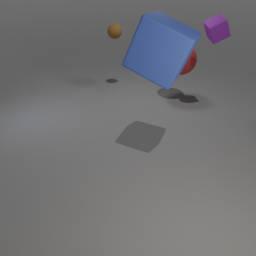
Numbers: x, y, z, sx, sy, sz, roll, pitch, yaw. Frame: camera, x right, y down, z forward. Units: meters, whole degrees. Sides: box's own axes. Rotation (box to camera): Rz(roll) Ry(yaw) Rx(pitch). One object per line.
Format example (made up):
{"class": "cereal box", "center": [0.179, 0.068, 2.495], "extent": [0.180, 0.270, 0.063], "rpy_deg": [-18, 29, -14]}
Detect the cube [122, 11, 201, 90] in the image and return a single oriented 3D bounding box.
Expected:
{"class": "cube", "center": [0.912, -2.098, 7.436], "extent": [1.400, 1.400, 1.400], "rpy_deg": [30, 32, 6]}

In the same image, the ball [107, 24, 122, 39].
{"class": "ball", "center": [-0.645, -4.643, 13.465], "extent": [0.700, 0.700, 0.700], "rpy_deg": [0, 30, 0]}

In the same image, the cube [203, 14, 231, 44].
{"class": "cube", "center": [3.370, -3.761, 10.624], "extent": [0.700, 0.700, 0.700], "rpy_deg": [-25, 41, 10]}

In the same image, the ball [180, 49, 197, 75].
{"class": "ball", "center": [2.425, -3.137, 12.770], "extent": [1.400, 1.400, 1.400], "rpy_deg": [0, 30, 0]}
